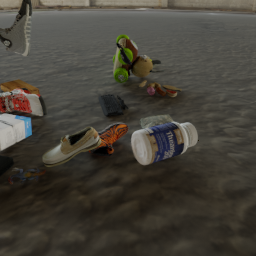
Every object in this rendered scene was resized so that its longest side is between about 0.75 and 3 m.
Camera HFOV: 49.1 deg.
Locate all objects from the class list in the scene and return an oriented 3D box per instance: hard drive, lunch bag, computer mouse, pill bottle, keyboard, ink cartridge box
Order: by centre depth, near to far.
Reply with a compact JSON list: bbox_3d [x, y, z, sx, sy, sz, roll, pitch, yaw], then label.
[{"bbox_3d":[-4.619,1.161,8.292,1.925,0.317,1.344,8,29,16],"label":"hard drive"},{"bbox_3d":[1.188,0.416,8.875,1.959,1.087,1.087,-14,31,-24],"label":"pill bottle"},{"bbox_3d":[-4.370,0.151,9.422,1.192,0.697,2.056,8,20,15],"label":"ink cartridge box"},{"bbox_3d":[1.059,-0.014,10.097,1.172,0.689,0.961,-2,28,-13],"label":"lunch bag"},{"bbox_3d":[-0.216,-3.265,12.522,0.263,1.142,0.802,-32,7,11],"label":"computer mouse"},{"bbox_3d":[-0.677,-1.179,12.547,1.118,0.426,2.148,-7,30,-12],"label":"keyboard"}]

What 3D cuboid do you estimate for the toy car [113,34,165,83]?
[{"bbox_3d":[0.671,-3.743,15.775,2.833,2.235,2.327,7,38,-11],"label":"toy car"}]

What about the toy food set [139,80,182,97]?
[{"bbox_3d":[1.594,-1.862,13.970,1.982,0.312,1.260,18,33,16],"label":"toy food set"}]

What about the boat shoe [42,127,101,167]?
[{"bbox_3d":[-1.820,0.527,8.680,1.902,0.650,0.711,-26,40,-7],"label":"boat shoe"}]

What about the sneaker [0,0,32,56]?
[{"bbox_3d":[-4.476,-3.979,10.944,1.322,2.290,0.859,5,32,-18],"label":"sneaker"}]

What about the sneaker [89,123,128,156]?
[{"bbox_3d":[-0.572,0.461,9.388,1.726,0.670,0.967,-26,40,-22],"label":"sneaker"}]

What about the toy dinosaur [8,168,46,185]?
[{"bbox_3d":[-2.941,1.408,8.002,0.813,0.470,0.896,-9,-16,15],"label":"toy dinosaur"}]

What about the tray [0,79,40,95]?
[{"bbox_3d":[-5.416,-1.939,13.985,2.092,0.387,1.032,25,37,39],"label":"tray"}]

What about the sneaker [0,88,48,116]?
[{"bbox_3d":[-4.496,-0.941,11.589,1.488,0.927,2.776,-22,32,-32],"label":"sneaker"}]

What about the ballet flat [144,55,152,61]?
[{"bbox_3d":[1.147,-4.538,18.597,0.557,0.559,1.668,-11,30,-19],"label":"ballet flat"}]
